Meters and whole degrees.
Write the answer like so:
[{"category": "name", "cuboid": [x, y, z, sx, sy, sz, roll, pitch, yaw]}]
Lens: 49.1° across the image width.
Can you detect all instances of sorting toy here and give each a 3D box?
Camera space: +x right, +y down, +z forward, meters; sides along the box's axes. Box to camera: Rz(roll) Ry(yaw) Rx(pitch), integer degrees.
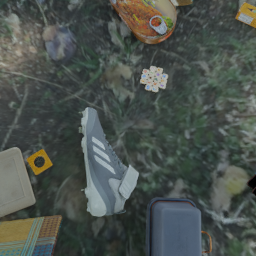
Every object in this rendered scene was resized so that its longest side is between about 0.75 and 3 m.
[{"category": "sorting toy", "cuboid": [-3.372, 1.509, 7.528, 2.867, 0.391, 1.614, -21, 81, -5]}]

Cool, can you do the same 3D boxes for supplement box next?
[{"category": "supplement box", "cuboid": [4.062, -3.470, 8.837, 1.202, 0.414, 0.400, 29, 76, 6]}]

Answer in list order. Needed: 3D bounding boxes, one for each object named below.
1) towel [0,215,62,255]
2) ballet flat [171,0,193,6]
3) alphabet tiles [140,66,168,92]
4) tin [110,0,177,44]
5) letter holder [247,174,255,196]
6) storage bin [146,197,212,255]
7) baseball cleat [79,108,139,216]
[{"category": "towel", "cuboid": [-3.019, 2.766, 6.453, 2.738, 2.008, 0.297, -6, 104, -3]}, {"category": "ballet flat", "cuboid": [1.226, -4.370, 9.025, 1.829, 0.620, 0.661, 44, 100, 11]}, {"category": "alphabet tiles", "cuboid": [0.790, -1.483, 8.479, 0.782, 0.058, 0.800, 14, 76, 3]}, {"category": "tin", "cuboid": [0.449, -3.798, 8.751, 1.455, 0.544, 2.599, -36, 79, 6]}, {"category": "letter holder", "cuboid": [3.790, 1.115, 6.727, 1.758, 1.250, 0.884, -44, 35, 16]}, {"category": "storage bin", "cuboid": [1.248, 2.772, 6.632, 1.574, 1.453, 2.163, 2, 76, 1]}, {"category": "baseball cleat", "cuboid": [-0.523, 0.841, 7.497, 1.519, 0.995, 2.853, -4, 85, -7]}]
